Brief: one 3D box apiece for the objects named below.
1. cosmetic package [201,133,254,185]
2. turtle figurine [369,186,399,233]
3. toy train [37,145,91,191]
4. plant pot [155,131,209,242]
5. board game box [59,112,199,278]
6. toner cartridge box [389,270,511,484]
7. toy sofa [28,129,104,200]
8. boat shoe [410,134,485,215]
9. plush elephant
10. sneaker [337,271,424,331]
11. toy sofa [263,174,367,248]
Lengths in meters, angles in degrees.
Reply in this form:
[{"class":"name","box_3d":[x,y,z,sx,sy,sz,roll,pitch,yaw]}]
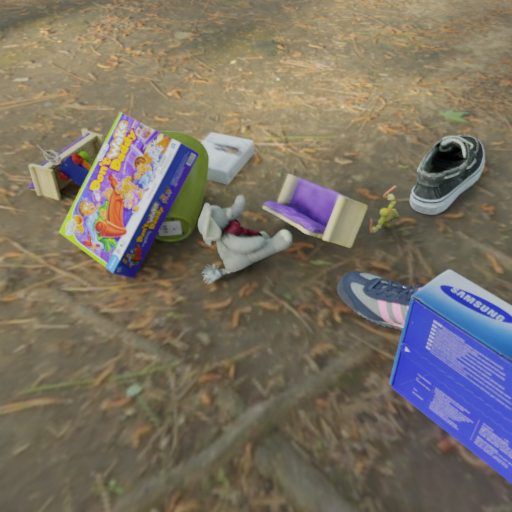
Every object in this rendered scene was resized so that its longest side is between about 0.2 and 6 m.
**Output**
[{"class":"cosmetic package","box_3d":[-0.925,-2.461,13.990,1.215,0.416,1.611,13,43,19]},{"class":"turtle figurine","box_3d":[2.768,-0.891,11.704,0.348,1.079,0.870,27,5,25]},{"class":"toy train","box_3d":[-4.189,-2.187,12.980,1.618,0.685,0.936,41,25,-17]},{"class":"plant pot","box_3d":[-1.838,-1.310,11.870,1.793,1.793,1.916,-4,58,-5]},{"class":"board game box","box_3d":[-2.548,-1.210,11.031,1.845,2.744,0.614,31,5,31]},{"class":"toner cartridge box","box_3d":[3.882,2.206,7.296,0.950,2.090,4.399,-29,49,-30]},{"class":"toy sofa","box_3d":[-4.559,-2.249,13.421,0.969,0.823,1.987,19,44,19]},{"class":"boat shoe","box_3d":[4.627,-2.196,13.081,1.191,1.172,3.305,22,45,23]},{"class":"plush elephant","box_3d":[-0.489,-0.477,10.773,1.811,1.402,1.492,-28,9,-10]},{"class":"sneaker","box_3d":[2.708,0.758,9.650,2.764,1.134,0.970,25,49,24]},{"class":"toy sofa","box_3d":[1.103,-0.985,11.178,1.058,0.898,2.169,16,11,-29]}]
